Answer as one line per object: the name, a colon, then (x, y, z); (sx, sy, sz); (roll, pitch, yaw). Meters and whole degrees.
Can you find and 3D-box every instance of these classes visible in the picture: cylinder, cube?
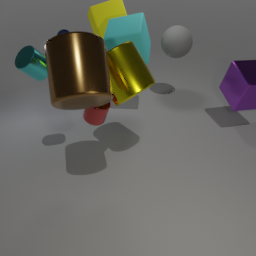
cylinder: (-0.123, -1.576, 8.212); (1.400, 1.400, 1.400); (-31, 6, 4)
cylinder: (-2.522, -1.724, 7.507); (0.700, 0.700, 0.700); (-11, 66, 26)
cylinder: (-0.946, -0.549, 8.435); (0.700, 0.700, 0.700); (13, 45, -13)
cylinder: (-1.122, -1.245, 6.422); (1.400, 1.400, 1.400); (-8, -7, -1)
cube: (-0.836, -4.616, 12.215); (1.400, 1.400, 1.400); (-22, 13, -8)
cube: (4.659, -1.655, 10.854); (1.400, 1.400, 1.400); (-5, 52, -13)
cube: (0.021, -3.336, 10.780); (1.400, 1.400, 1.400); (-5, 50, 16)

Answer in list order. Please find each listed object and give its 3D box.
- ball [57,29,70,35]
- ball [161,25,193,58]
ball: (-2.866, -4.088, 12.646); (0.700, 0.700, 0.700); (0, 32, 0)
ball: (2.181, -3.846, 12.535); (1.400, 1.400, 1.400); (0, 32, 0)
